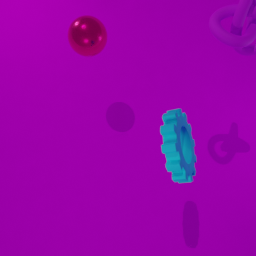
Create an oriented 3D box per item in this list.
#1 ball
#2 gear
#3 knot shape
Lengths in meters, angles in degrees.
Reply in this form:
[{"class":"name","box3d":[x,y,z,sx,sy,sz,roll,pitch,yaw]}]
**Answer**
[{"class":"ball","box3d":[-0.938,-2.132,6.522,0.921,0.921,0.921,0,79,0]},{"class":"gear","box3d":[0.877,0.299,4.730,0.225,1.218,1.218,-10,78,26]},{"class":"knot shape","box3d":[2.147,-1.965,5.285,1.298,0.641,1.387,-24,110,-15]}]
